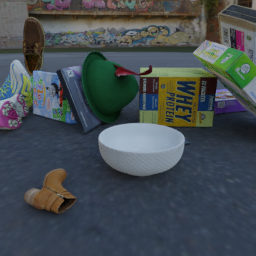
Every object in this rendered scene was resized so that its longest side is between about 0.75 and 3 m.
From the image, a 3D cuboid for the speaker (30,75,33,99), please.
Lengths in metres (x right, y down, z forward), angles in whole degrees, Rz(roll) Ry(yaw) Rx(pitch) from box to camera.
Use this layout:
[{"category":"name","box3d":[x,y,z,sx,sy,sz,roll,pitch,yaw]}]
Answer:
[{"category":"speaker","box3d":[-2.605,-1.348,10.361,2.909,1.286,1.286,16,24,41]}]

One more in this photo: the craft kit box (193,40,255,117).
[{"category":"craft kit box","box3d":[3.219,-1.097,7.667,2.792,0.686,2.827,38,16,-17]}]

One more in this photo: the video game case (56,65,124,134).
[{"category":"video game case","box3d":[-1.043,-1.066,8.722,0.245,1.844,2.582,-16,10,28]}]

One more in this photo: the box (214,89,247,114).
[{"category":"box","box3d":[3.928,-1.086,10.770,2.624,0.513,1.795,-6,19,-17]}]

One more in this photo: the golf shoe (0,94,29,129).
[{"category":"golf shoe","box3d":[-3.780,-0.404,8.512,1.070,0.881,2.339,-15,16,-2]}]

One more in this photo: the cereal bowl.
[{"category":"cereal bowl","box3d":[0.273,0.482,5.733,1.733,0.722,1.733,-1,18,0]}]

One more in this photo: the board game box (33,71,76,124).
[{"category":"board game box","box3d":[-2.380,-1.037,9.083,1.946,1.472,0.356,14,16,37]}]

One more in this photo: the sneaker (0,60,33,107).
[{"category":"sneaker","box3d":[-3.934,-1.264,9.541,1.201,2.287,0.866,-29,67,-25]}]

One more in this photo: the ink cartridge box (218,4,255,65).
[{"category":"ink cartridge box","box3d":[3.467,-2.668,8.372,0.631,1.681,1.385,-36,45,-10]}]

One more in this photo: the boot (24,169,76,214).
[{"category":"boot","box3d":[-1.145,1.032,4.653,0.733,0.362,0.944,10,21,27]}]

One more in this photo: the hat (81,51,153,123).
[{"category":"hat","box3d":[0.186,-1.394,8.165,2.376,2.236,2.699,-13,43,26]}]

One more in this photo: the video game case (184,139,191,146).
[{"category":"video game case","box3d":[1.167,0.304,7.308,0.578,0.077,0.810,-7,20,-19]}]

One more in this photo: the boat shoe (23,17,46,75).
[{"category":"boat shoe","box3d":[-3.422,-2.887,10.131,0.751,2.085,0.704,7,38,-8]}]

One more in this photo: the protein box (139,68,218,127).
[{"category":"protein box","box3d":[1.480,-1.091,9.177,2.232,1.517,2.248,1,18,2]}]
